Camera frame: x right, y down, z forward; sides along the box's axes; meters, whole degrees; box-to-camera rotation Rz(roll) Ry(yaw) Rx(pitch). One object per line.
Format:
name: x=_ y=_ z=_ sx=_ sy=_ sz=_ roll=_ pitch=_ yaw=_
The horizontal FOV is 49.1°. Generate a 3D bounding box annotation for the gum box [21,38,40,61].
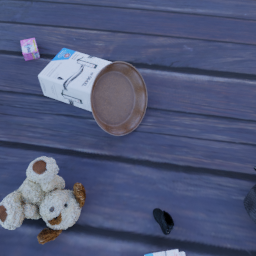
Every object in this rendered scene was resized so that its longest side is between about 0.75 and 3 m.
gum box: x=-4.070 y=-3.294 z=11.635 sx=0.598 sy=0.349 sz=1.054 roll=-16 pitch=54 yaw=-11

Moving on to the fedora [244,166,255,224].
fedora: x=3.584 y=2.044 z=6.773 sx=1.068 sy=2.339 sz=2.339 roll=-43 pitch=57 yaw=10

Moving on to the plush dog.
plush dog: x=-1.997 y=1.894 z=7.159 sx=1.676 sy=1.566 sz=1.952 roll=36 pitch=84 yaw=7

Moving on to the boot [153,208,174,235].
boot: x=0.895 y=2.283 z=7.087 sx=0.292 sy=0.646 sz=0.789 roll=-18 pitch=54 yaw=-14

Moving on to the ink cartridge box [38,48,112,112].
ink cartridge box: x=-1.613 y=-1.701 z=9.968 sx=2.402 sy=1.013 sz=1.754 roll=18 pitch=54 yaw=14

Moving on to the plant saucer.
plant saucer: x=-0.324 y=-0.906 z=8.748 sx=0.417 sy=2.277 sz=2.277 roll=8 pitch=43 yaw=49

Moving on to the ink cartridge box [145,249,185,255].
ink cartridge box: x=0.929 y=3.215 z=6.551 sx=1.019 sy=0.340 sz=0.590 roll=-7 pitch=52 yaw=-6
